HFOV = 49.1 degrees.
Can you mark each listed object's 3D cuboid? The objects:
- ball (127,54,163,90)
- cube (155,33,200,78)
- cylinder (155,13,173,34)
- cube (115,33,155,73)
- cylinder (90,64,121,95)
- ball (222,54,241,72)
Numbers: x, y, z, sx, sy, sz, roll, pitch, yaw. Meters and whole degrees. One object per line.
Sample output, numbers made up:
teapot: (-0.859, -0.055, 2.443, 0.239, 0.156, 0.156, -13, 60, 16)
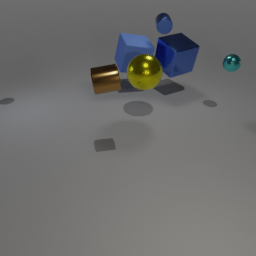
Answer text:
ball: (0.645, -2.170, 10.900, 1.400, 1.400, 1.400, 0, 31, 0)
cube: (2.252, -3.445, 13.213, 1.400, 1.400, 1.400, -20, 52, -25)
cylinder: (1.571, -4.595, 12.304, 0.700, 0.700, 0.700, -1, 41, -1)
cube: (0.273, -3.550, 13.411, 1.400, 1.400, 1.400, 1, 39, -18)
cylinder: (-0.589, -1.279, 7.341, 0.700, 0.700, 0.700, -11, 32, -3)
ball: (4.112, -2.570, 11.093, 0.700, 0.700, 0.700, 0, 31, 0)
